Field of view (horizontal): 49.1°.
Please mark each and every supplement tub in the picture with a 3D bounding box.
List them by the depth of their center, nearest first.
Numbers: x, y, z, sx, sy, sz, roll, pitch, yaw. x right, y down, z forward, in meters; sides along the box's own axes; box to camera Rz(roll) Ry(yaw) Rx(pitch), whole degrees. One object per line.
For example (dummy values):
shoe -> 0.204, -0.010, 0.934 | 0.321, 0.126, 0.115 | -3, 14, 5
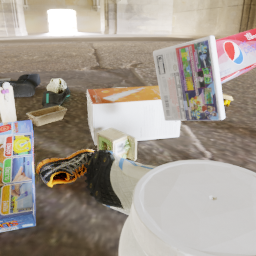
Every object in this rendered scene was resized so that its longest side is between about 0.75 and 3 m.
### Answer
supplement tub -> 0.683, 1.555, 2.672 | 1.557, 2.148, 1.557 | 0, 23, 0

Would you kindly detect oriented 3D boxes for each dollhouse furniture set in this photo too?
dollhouse furniture set -> -3.394, -0.944, 9.387 | 2.234, 1.585, 1.770 | -20, 30, -40

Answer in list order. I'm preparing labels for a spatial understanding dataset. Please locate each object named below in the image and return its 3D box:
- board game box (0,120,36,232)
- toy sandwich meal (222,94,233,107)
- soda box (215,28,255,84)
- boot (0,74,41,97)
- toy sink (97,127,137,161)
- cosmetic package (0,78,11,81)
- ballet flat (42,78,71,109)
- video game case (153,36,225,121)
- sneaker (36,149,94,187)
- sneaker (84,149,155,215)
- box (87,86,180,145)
board game box -> -2.739, 0.860, 5.512 | 1.695, 0.431, 2.504 | -6, 43, -14
toy sandwich meal -> 3.411, -1.158, 11.037 | 1.495, 0.512, 1.495 | 14, 13, -3
soda box -> 2.461, -1.685, 6.918 | 2.749, 0.872, 0.963 | -25, -7, -36
boot -> -5.221, -2.130, 13.235 | 1.916, 0.763, 2.324 | 6, 25, -13
toy sink -> -0.313, 0.481, 7.210 | 0.558, 0.650, 0.997 | -20, 31, -40
cosmetic package -> -6.250, -2.015, 13.317 | 1.288, 0.581, 0.688 | -2, 23, -13
ballet flat -> -2.932, -1.541, 11.676 | 0.920, 0.926, 2.707 | -3, 22, -3
video game case -> 1.286, -0.984, 6.096 | 0.193, 1.676, 1.527 | -19, 13, -40
sneaker -> -1.251, 0.941, 6.341 | 1.515, 0.593, 0.585 | -14, 41, -25
sneaker -> 0.219, 1.157, 5.397 | 2.979, 1.071, 1.080 | 15, -6, 44
box -> 0.121, -0.472, 8.663 | 2.601, 1.268, 1.618 | -5, 23, -13
